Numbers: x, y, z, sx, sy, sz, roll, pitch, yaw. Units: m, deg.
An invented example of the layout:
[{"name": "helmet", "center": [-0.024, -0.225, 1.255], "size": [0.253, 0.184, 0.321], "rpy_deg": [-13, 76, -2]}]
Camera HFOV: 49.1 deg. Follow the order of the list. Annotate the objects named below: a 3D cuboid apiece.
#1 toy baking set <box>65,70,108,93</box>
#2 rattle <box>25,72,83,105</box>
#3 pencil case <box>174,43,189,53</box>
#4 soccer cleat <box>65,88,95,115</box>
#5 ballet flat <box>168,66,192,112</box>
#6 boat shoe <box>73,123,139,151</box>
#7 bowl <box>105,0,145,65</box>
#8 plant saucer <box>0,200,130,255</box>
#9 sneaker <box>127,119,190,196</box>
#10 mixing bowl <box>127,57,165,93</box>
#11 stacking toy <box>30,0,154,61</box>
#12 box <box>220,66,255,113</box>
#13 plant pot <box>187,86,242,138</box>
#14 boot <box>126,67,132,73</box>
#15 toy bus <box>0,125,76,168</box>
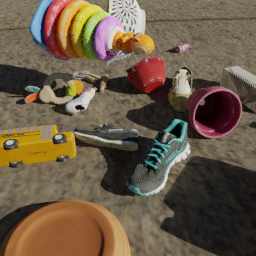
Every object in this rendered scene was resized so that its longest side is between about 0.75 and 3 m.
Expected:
[{"name": "toy baking set", "center": [-1.772, -2.160, 12.536], "size": [1.815, 0.275, 2.365], "rpy_deg": [5, 36, 7]}, {"name": "rattle", "center": [-2.995, -1.555, 11.330], "size": [1.985, 1.293, 1.418], "rpy_deg": [-21, 26, 10]}, {"name": "pencil case", "center": [3.006, -4.477, 15.625], "size": [0.960, 0.424, 0.424], "rpy_deg": [-28, 45, -36]}, {"name": "soccer cleat", "center": [-1.708, -0.975, 10.771], "size": [0.681, 0.551, 1.577], "rpy_deg": [31, 50, 23]}, {"name": "ballet flat", "center": [2.188, -1.735, 11.420], "size": [0.985, 0.985, 2.786], "rpy_deg": [7, 37, 10]}, {"name": "boat shoe", "center": [-0.677, 0.209, 8.746], "size": [2.063, 0.741, 0.698], "rpy_deg": [8, 70, 1]}, {"name": "bowl", "center": [-0.117, -3.430, 9.498], "size": [1.238, 2.638, 2.638], "rpy_deg": [2, 36, -7]}, {"name": "plant saucer", "center": [-1.360, 2.571, 5.839], "size": [2.823, 0.528, 2.823], "rpy_deg": [-1, 36, 0]}, {"name": "sneaker", "center": [0.875, 0.676, 7.801], "size": [1.079, 1.268, 2.781], "rpy_deg": [21, 42, 26]}, {"name": "mixing bowl", "center": [0.904, -2.046, 11.548], "size": [1.658, 1.658, 0.898], "rpy_deg": [-15, 68, -20]}, {"name": "stacking toy", "center": [-0.638, -2.060, 6.250], "size": [2.748, 1.595, 1.508], "rpy_deg": [23, 86, 25]}, {"name": "box", "center": [4.753, -1.588, 11.200], "size": [0.797, 0.958, 2.332], "rpy_deg": [-14, 37, -18]}, {"name": "plant pot", "center": [2.747, -0.669, 9.530], "size": [1.657, 1.657, 1.483], "rpy_deg": [-4, 20, -6]}, {"name": "boot", "center": [0.780, -2.401, 11.995], "size": [1.710, 0.592, 1.489], "rpy_deg": [-11, -1, -1]}, {"name": "toy bus", "center": [-2.883, 0.512, 8.416], "size": [2.542, 0.827, 0.995], "rpy_deg": [-7, 36, -8]}]
